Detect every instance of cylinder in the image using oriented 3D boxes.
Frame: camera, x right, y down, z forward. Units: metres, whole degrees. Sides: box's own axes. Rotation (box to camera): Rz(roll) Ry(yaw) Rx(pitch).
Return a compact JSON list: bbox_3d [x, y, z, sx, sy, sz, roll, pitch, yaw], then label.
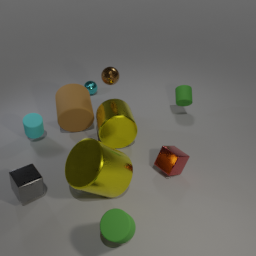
[{"bbox_3d":[-0.221,2.258,6.432,0.700,0.700,0.700,-5,64,10],"label":"cylinder"},{"bbox_3d":[-3.509,-0.081,10.416,0.700,0.700,0.700,6,51,-7],"label":"cylinder"},{"bbox_3d":[2.381,-1.372,11.947,0.700,0.700,0.700,1,70,2],"label":"cylinder"},{"bbox_3d":[-0.451,-0.185,10.484,1.400,1.400,1.400,-5,33,-8],"label":"cylinder"},{"bbox_3d":[-0.806,1.154,7.915,1.400,1.400,1.400,36,3,43],"label":"cylinder"},{"bbox_3d":[-2.134,-0.801,11.144,1.400,1.400,1.400,-8,51,-12],"label":"cylinder"}]

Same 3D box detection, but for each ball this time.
[{"bbox_3d":[-0.673,-1.985,10.683,0.700,0.700,0.700,0,32,0],"label":"ball"},{"bbox_3d":[-1.876,-2.021,14.042,0.700,0.700,0.700,0,32,0],"label":"ball"}]

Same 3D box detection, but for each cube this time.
[{"bbox_3d":[1.404,1.033,8.994,0.700,0.700,0.700,4,25,-49],"label":"cube"},{"bbox_3d":[-2.885,1.575,7.988,0.700,0.700,0.700,-21,46,-35],"label":"cube"}]
